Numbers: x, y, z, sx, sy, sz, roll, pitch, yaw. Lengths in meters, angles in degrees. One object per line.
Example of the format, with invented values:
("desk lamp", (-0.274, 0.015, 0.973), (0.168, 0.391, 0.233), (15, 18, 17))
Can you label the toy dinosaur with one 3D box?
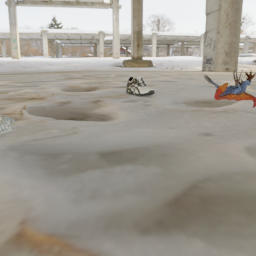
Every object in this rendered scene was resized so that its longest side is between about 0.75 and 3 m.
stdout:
("toy dinosaur", (2.346, -0.800, 6.058), (1.264, 1.393, 0.731), (-42, 3, -34))

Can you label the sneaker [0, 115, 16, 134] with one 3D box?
("sneaker", (-2.876, -0.075, 6.308), (0.644, 0.530, 1.401), (0, 14, -18))

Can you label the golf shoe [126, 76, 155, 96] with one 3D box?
("golf shoe", (0.533, -2.030, 13.519), (0.756, 0.919, 1.946), (-9, 18, -37))
